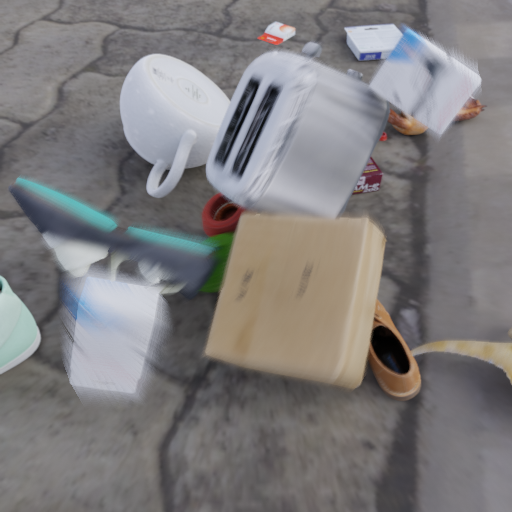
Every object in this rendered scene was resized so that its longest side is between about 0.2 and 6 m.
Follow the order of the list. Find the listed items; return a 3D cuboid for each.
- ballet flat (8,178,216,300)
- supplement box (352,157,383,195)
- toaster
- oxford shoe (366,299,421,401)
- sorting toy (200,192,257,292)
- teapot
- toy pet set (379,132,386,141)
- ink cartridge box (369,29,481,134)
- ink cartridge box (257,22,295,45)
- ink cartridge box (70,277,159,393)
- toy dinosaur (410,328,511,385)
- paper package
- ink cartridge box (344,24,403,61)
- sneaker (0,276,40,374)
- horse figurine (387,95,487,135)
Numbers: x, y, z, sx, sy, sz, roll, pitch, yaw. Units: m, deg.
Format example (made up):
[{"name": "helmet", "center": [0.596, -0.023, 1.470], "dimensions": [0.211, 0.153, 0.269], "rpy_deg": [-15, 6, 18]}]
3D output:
[{"name": "ballet flat", "center": [-1.783, -0.078, 6.906], "dimensions": [2.663, 0.973, 0.973], "rpy_deg": [21, 42, -21]}, {"name": "supplement box", "center": [1.663, -1.659, 10.025], "dimensions": [0.714, 0.399, 1.312], "rpy_deg": [-10, 46, -10]}, {"name": "toaster", "center": [0.461, -1.415, 7.414], "dimensions": [1.648, 2.552, 1.450], "rpy_deg": [15, 17, -39]}, {"name": "oxford shoe", "center": [1.449, 0.860, 7.218], "dimensions": [0.712, 0.712, 1.997], "rpy_deg": [-31, 55, -6]}, {"name": "sorting toy", "center": [-0.294, -0.129, 8.365], "dimensions": [1.133, 0.774, 1.886], "rpy_deg": [-8, 53, 22]}, {"name": "teapot", "center": [-1.521, -2.263, 9.839], "dimensions": [2.202, 1.629, 2.231], "rpy_deg": [47, 31, 7]}, {"name": "toy pet set", "center": [1.676, -2.941, 10.968], "dimensions": [1.474, 0.838, 1.579], "rpy_deg": [-11, 46, -11]}, {"name": "ink cartridge box", "center": [2.011, -2.076, 6.699], "dimensions": [1.052, 0.761, 0.443], "rpy_deg": [33, 29, 1]}, {"name": "ink cartridge box", "center": [0.498, -5.550, 13.958], "dimensions": [0.629, 0.195, 0.776], "rpy_deg": [29, 50, 26]}, {"name": "ink cartridge box", "center": [-1.545, 0.884, 6.014], "dimensions": [0.758, 1.306, 0.443], "rpy_deg": [12, 39, -12]}, {"name": "toy dinosaur", "center": [3.448, 1.262, 6.887], "dimensions": [2.927, 0.852, 1.480], "rpy_deg": [23, 51, 22]}, {"name": "paper package", "center": [0.501, 0.498, 6.792], "dimensions": [1.784, 0.968, 1.871], "rpy_deg": [5, 74, 26]}, {"name": "ink cartridge box", "center": [2.909, -5.144, 13.499], "dimensions": [1.314, 0.290, 1.339], "rpy_deg": [-7, 44, -7]}, {"name": "sneaker", "center": [-3.852, 1.194, 6.497], "dimensions": [0.931, 1.492, 2.529], "rpy_deg": [31, 55, 25]}, {"name": "horse figurine", "center": [3.158, -2.997, 11.068], "dimensions": [2.531, 0.632, 1.677], "rpy_deg": [-25, 67, -33]}]
